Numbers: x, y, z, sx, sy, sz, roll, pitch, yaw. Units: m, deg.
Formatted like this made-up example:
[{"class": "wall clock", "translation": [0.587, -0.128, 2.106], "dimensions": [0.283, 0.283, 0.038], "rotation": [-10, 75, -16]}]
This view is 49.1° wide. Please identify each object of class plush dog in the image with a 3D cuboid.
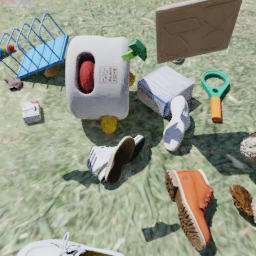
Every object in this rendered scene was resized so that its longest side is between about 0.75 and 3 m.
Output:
[{"class": "plush dog", "translation": [4.185, 1.670, 7.155], "dimensions": [2.545, 2.377, 2.963], "rotation": [-49, 35, -18]}]

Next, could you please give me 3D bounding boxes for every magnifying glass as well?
[{"class": "magnifying glass", "translation": [3.284, -1.290, 10.530], "dimensions": [1.065, 0.300, 2.676], "rotation": [8, 51, 6]}]

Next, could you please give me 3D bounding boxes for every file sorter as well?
[{"class": "file sorter", "translation": [-3.677, -3.166, 10.804], "dimensions": [2.242, 1.375, 1.556], "rotation": [-14, 52, 22]}]

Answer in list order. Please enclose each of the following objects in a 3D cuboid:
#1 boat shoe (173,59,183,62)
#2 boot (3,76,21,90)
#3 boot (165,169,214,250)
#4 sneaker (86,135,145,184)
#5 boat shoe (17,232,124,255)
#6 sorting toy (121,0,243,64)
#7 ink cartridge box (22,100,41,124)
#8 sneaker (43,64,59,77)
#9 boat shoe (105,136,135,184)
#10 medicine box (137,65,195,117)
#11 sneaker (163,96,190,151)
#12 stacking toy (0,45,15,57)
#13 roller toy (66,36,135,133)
[{"class": "boat shoe", "translation": [2.118, -3.630, 12.324], "dimensions": [0.704, 0.597, 1.933], "rotation": [5, 49, 5]}, {"class": "boot", "translation": [-4.550, -1.727, 10.928], "dimensions": [0.787, 0.276, 0.575], "rotation": [-3, 57, 7]}, {"class": "boot", "translation": [1.852, 2.004, 7.376], "dimensions": [1.196, 0.837, 2.230], "rotation": [-5, 48, -11]}, {"class": "sneaker", "translation": [-0.444, 0.655, 8.537], "dimensions": [1.141, 0.748, 1.983], "rotation": [37, 61, 25]}, {"class": "boat shoe", "translation": [-1.234, 2.984, 6.233], "dimensions": [2.813, 1.199, 1.039], "rotation": [9, 50, 8]}, {"class": "sorting toy", "translation": [1.221, -2.409, 7.071], "dimensions": [2.966, 2.192, 0.437], "rotation": [-12, 69, 2]}, {"class": "ink cartridge box", "translation": [-3.400, -0.570, 9.873], "dimensions": [0.560, 0.325, 0.776], "rotation": [-12, 50, -10]}, {"class": "sneaker", "translation": [-3.316, -2.689, 11.587], "dimensions": [0.773, 0.643, 1.717], "rotation": [-7, 48, 17]}, {"class": "boat shoe", "translation": [-0.218, 0.660, 6.146], "dimensions": [0.415, 1.151, 0.374], "rotation": [17, 15, -26]}, {"class": "medicine box", "translation": [1.350, -1.380, 10.248], "dimensions": [1.563, 0.805, 1.424], "rotation": [-34, 57, -26]}, {"class": "sneaker", "translation": [1.744, -0.062, 9.253], "dimensions": [0.720, 0.846, 1.913], "rotation": [-2, 63, 40]}, {"class": "stacking toy", "translation": [-5.470, -3.399, 12.275], "dimensions": [1.038, 0.443, 0.443], "rotation": [-33, 57, -30]}, {"class": "roller toy", "translation": [-0.790, -1.591, 9.186], "dimensions": [2.049, 2.675, 2.932], "rotation": [2, 50, 2]}]
